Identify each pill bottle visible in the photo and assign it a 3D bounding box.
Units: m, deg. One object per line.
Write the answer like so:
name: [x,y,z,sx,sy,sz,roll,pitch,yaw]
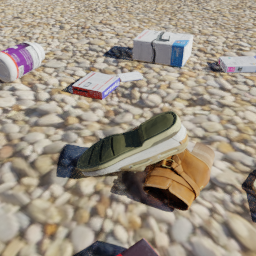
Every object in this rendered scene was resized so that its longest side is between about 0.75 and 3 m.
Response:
pill bottle: [-4.033,-2.547,10.485,1.088,1.088,1.934,14,37,20]

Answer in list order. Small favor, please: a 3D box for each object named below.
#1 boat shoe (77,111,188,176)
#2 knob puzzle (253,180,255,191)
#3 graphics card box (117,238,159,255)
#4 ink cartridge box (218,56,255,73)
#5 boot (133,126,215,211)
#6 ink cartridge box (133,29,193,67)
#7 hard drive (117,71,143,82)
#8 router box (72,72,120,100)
boat shoe: [0.084,0.554,5.934,2.476,0.847,0.925,-23,36,21]
knob puzzle: [3.518,1.210,5.724,2.007,0.278,2.007,0,31,0]
graphics card box: [-0.206,2.546,3.647,2.108,0.536,1.322,-22,41,-27]
ink cartridge box: [4.560,-2.534,11.138,1.673,0.351,0.998,-3,35,1]
boot: [0.676,0.757,6.050,2.142,0.789,1.657,16,42,26]
ink cartridge box: [1.474,-3.428,11.900,2.206,0.929,1.595,13,37,18]
hard drive: [0.074,-1.918,10.451,0.827,0.105,0.545,-11,36,-15]
router box: [-1.077,-1.479,9.637,1.149,0.313,1.280,15,38,21]
